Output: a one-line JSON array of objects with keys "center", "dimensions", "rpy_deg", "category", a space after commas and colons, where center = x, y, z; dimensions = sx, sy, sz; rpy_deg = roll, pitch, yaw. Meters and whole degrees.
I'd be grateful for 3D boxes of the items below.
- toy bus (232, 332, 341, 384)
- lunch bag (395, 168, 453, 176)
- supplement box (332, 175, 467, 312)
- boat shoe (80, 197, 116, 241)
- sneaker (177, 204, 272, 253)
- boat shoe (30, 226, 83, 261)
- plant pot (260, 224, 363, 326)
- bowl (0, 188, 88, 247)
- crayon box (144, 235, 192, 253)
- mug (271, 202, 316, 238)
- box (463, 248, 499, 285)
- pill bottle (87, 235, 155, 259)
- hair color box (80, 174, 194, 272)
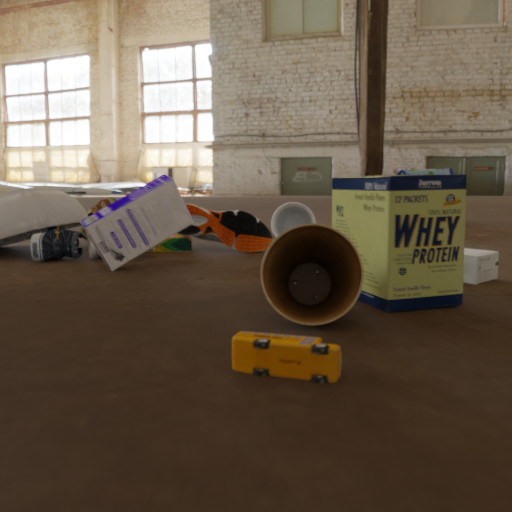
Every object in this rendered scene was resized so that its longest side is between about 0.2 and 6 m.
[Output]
[{"center": [0.222, 0.735, 4.108], "dimensions": [0.806, 0.262, 0.316], "rpy_deg": [2, 7, 18], "category": "toy bus"}, {"center": [5.311, -1.813, 18.693], "dimensions": [1.946, 1.458, 2.289], "rpy_deg": [-2, -21, -15], "category": "lunch bag"}, {"center": [1.619, -0.220, 6.619], "dimensions": [0.971, 1.445, 1.447], "rpy_deg": [-3, 8, -17], "category": "supplement box"}, {"center": [-3.489, -0.759, 12.574], "dimensions": [0.956, 0.980, 2.590], "rpy_deg": [-12, 12, -26], "category": "boat shoe"}, {"center": [-0.648, -0.571, 11.317], "dimensions": [2.083, 0.788, 0.958], "rpy_deg": [16, 0, 9], "category": "sneaker"}, {"center": [-3.563, -0.251, 10.306], "dimensions": [0.796, 0.620, 1.754], "rpy_deg": [0, 14, -11], "category": "boat shoe"}, {"center": [0.568, 0.244, 5.770], "dimensions": [0.969, 0.969, 1.039], "rpy_deg": [1, -9, 5], "category": "plant pot"}, {"center": [-4.632, -0.720, 10.815], "dimensions": [2.243, 0.837, 2.240], "rpy_deg": [-15, 3, 10], "category": "bowl"}, {"center": [-1.903, -0.248, 11.201], "dimensions": [1.153, 0.293, 0.732], "rpy_deg": [-2, 8, -13], "category": "crayon box"}, {"center": [0.941, -0.576, 11.945], "dimensions": [1.236, 0.912, 1.084], "rpy_deg": [31, 4, 4], "category": "mug"}, {"center": [2.999, 0.136, 7.944], "dimensions": [0.619, 0.406, 0.622], "rpy_deg": [-8, 11, -40], "category": "box"}, {"center": [-2.428, -0.283, 10.081], "dimensions": [1.138, 0.632, 0.632], "rpy_deg": [-3, 8, -22], "category": "pill bottle"}, {"center": [-1.850, -0.532, 8.786], "dimensions": [1.528, 0.835, 0.495], "rpy_deg": [-33, 29, -16], "category": "hair color box"}]
